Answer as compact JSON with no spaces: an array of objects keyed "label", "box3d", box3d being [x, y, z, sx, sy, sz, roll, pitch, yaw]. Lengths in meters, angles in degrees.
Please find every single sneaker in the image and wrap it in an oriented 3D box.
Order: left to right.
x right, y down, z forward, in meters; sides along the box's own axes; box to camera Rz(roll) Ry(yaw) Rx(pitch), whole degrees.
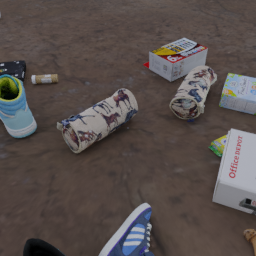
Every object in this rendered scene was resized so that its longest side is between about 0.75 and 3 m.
[{"label":"sneaker","box3d":[-3.978,-1.125,9.078,1.131,1.857,2.845,-31,50,-30]},{"label":"sneaker","box3d":[-1.063,3.137,4.772,1.110,1.167,2.944,-30,51,-32]},{"label":"sneaker","box3d":[0.341,2.543,5.867,1.277,0.703,1.745,33,47,21]}]

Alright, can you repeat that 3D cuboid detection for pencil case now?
[{"label":"pencil case","box3d":[-0.865,-0.332,8.790,2.610,1.016,1.167,-34,74,-32]},{"label":"pencil case","box3d":[2.387,-1.288,9.863,1.124,0.978,2.513,19,45,18]}]

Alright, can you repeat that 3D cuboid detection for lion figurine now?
[{"label":"lion figurine","box3d":[2.824,2.564,6.053,0.498,0.295,0.813,-24,42,25]}]

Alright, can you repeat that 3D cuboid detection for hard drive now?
[{"label":"hard drive","box3d":[-5.274,-2.181,11.392,2.060,0.390,1.439,-7,42,-8]}]

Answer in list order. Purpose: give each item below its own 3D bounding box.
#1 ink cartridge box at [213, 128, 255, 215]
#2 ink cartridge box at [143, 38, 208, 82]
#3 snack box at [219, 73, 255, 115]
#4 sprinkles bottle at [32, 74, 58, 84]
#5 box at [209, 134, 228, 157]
[{"label":"ink cartridge box","box3d":[3.523,1.229,6.901,2.467,1.022,1.811,15,50,17]},{"label":"ink cartridge box","box3d":[1.970,-3.049,12.005,2.106,0.883,1.849,-29,48,-28]},{"label":"snack box","box3d":[4.378,-1.208,10.109,1.841,0.623,1.552,14,44,18]},{"label":"sprinkles bottle","box3d":[-3.304,-1.953,11.174,0.991,0.338,0.338,-4,41,-6]},{"label":"box","box3d":[2.923,0.516,8.459,0.900,0.218,0.528,-24,47,-22]}]
